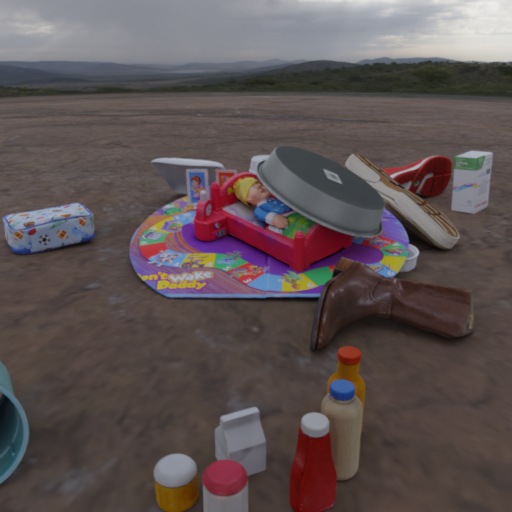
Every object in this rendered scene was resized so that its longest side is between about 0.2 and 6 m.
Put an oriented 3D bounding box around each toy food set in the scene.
[{"bbox_3d":[0.198,1.669,5.178,2.263,1.018,1.080,-9,23,-23],"label":"toy food set"}]

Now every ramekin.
[{"bbox_3d":[2.662,0.037,10.365,0.643,0.314,0.643,-2,30,1],"label":"ramekin"},{"bbox_3d":[0.304,-2.902,17.926,1.076,0.501,1.076,0,20,0],"label":"ramekin"}]

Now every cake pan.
[{"bbox_3d":[1.261,-1.263,10.291,2.616,0.480,2.616,22,26,-11],"label":"cake pan"}]

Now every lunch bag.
[{"bbox_3d":[-4.285,-0.613,11.709,1.788,0.675,1.433,-13,22,-28],"label":"lunch bag"}]

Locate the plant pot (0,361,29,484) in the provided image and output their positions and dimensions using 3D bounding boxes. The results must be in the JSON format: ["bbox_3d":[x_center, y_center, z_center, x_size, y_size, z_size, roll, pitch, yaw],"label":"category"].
[{"bbox_3d":[-2.908,1.533,5.503,1.218,1.218,1.193,-9,14,-22],"label":"plant pot"}]

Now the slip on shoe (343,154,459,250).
[{"bbox_3d":[2.964,-1.025,12.367,1.345,1.072,3.538,13,27,-42],"label":"slip on shoe"}]

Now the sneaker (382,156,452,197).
[{"bbox_3d":[3.874,-2.219,15.255,3.016,1.182,1.742,-15,27,-38],"label":"sneaker"}]

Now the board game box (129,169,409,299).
[{"bbox_3d":[0.210,-0.785,10.586,5.311,1.034,4.196,-1,30,4],"label":"board game box"}]

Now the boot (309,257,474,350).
[{"bbox_3d":[1.982,0.879,7.876,2.173,0.698,2.025,18,42,14],"label":"boot"}]

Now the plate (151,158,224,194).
[{"bbox_3d":[-1.505,-2.040,14.412,1.885,0.305,1.881,7,-17,13],"label":"plate"}]

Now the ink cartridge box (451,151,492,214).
[{"bbox_3d":[5.347,-1.832,13.894,0.580,1.381,1.000,14,25,41],"label":"ink cartridge box"}]
